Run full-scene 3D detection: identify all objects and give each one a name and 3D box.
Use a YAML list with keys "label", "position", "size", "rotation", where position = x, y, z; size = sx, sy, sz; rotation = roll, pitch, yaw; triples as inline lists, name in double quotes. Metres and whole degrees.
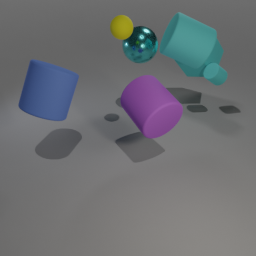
- label: "cylinder"
  position: [1.973, -2.895, 9.356]
  size: [1.400, 1.400, 1.400]
  rotation: [20, 28, -12]
- label: "cylinder"
  position: [0.693, -0.643, 8.474]
  size: [1.400, 1.400, 1.400]
  rotation: [-17, 52, -27]
- label: "cube"
  position: [3.128, -3.199, 12.293]
  size: [1.400, 1.400, 1.400]
  rotation: [11, 72, 42]
- label: "cylinder"
  position: [3.531, -2.166, 11.314]
  size: [0.700, 0.700, 0.700]
  rotation: [21, 14, -38]
- label: "ball"
  position: [-0.193, -3.033, 8.452]
  size: [0.700, 0.700, 0.700]
  rotation: [0, 30, 0]
- label: "ball"
  position: [0.474, -3.218, 10.870]
  size: [1.400, 1.400, 1.400]
  rotation: [0, 30, 0]
- label: "cylinder"
  position: [-2.289, -1.091, 8.113]
  size: [1.400, 1.400, 1.400]
  rotation: [19, 12, -4]
